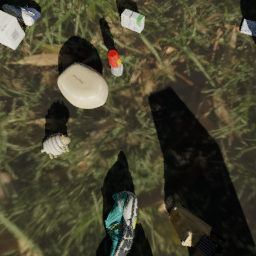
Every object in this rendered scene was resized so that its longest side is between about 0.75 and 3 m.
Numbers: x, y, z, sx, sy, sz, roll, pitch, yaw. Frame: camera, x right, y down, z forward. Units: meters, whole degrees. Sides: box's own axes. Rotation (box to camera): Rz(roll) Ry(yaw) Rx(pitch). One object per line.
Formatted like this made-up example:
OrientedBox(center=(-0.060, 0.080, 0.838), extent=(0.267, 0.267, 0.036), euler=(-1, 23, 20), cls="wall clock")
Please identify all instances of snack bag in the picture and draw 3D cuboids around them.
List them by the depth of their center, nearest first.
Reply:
OrientedBox(center=(4.658, -3.740, 10.485), extent=(0.768, 0.082, 0.724), euler=(21, 64, 10), cls="snack bag")

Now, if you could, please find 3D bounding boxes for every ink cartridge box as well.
OrientedBox(center=(0.179, -3.941, 10.308), extent=(0.792, 0.581, 0.329), euler=(26, 65, 12), cls="ink cartridge box")

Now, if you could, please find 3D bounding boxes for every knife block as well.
OrientedBox(center=(1.784, 2.574, 7.017), extent=(1.192, 0.434, 1.357), euler=(17, 23, -26), cls="knife block")

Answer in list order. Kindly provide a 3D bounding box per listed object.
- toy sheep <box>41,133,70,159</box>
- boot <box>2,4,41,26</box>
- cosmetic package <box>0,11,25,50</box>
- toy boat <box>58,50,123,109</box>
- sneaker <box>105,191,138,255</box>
OrientedBox(center=(-2.083, 0.494, 8.021), extent=(0.969, 0.668, 0.668), euler=(-25, 64, 8), cls="toy sheep")
OrientedBox(center=(-4.028, -4.398, 10.650), extent=(1.370, 0.498, 0.619), euler=(30, 59, 6), cls="boot")
OrientedBox(center=(-4.705, -3.633, 9.734), extent=(1.880, 1.061, 0.763), euler=(28, 77, 4), cls="cosmetic package")
OrientedBox(center=(-1.030, -1.527, 8.951), extent=(2.184, 1.015, 1.836), euler=(-41, 65, -10), cls="toy boat")
OrientedBox(center=(-0.220, 2.522, 7.061), extent=(0.742, 0.722, 1.864), euler=(-1, 56, 20), cls="sneaker")
